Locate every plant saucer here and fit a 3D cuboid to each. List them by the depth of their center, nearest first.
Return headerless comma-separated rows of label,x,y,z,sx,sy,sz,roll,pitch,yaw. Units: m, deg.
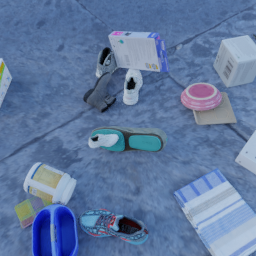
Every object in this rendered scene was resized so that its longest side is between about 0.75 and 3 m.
plant saucer,3.069,-1.395,11.776,1.684,0.427,1.684,-7,40,6

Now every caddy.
caddy,-2.200,3.299,8.536,1.323,0.982,1.872,-10,57,-6

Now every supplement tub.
supplement tub,-2.581,1.884,9.371,1.460,1.056,1.056,22,58,2

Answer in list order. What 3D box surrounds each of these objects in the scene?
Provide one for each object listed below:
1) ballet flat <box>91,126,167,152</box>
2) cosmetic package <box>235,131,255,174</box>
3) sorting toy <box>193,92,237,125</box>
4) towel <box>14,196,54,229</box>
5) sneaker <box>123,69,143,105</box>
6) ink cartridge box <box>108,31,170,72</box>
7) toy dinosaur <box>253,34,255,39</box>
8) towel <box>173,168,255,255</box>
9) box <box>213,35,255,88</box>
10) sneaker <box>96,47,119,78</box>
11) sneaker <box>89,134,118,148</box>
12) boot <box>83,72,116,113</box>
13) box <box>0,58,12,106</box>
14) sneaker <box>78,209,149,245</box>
ballet flat,0.058,0.393,10.564,2.914,0.982,0.928,5,20,20
cosmetic package,5.718,1.143,10.164,2.806,0.725,2.116,34,65,21
sorting toy,3.518,-0.809,11.753,1.754,0.320,1.624,-1,56,-6
towel,-3.144,2.720,9.440,1.219,0.139,0.875,-28,60,-19
sneaker,0.237,-2.034,12.118,0.793,1.011,2.036,3,56,2
ink cartridge box,0.543,-3.230,11.832,2.652,1.582,0.556,15,52,31
toy dinosaur,6.945,-3.963,13.319,2.866,1.464,1.945,0,70,-25
towel,3.061,2.858,9.225,2.096,0.340,2.854,-24,59,-16
box,4.857,-2.946,12.404,1.337,1.553,1.561,-12,57,-8
sneaker,-0.696,-3.311,12.822,0.830,1.278,2.213,25,60,16
sneaker,-0.873,0.406,9.900,1.090,0.541,0.425,-14,59,-6
boot,-0.954,-1.506,12.088,1.190,0.631,1.807,31,72,16
box,-6.022,-1.712,11.787,1.317,1.186,2.341,3,56,3
sneaker,-0.458,2.917,8.723,2.275,1.087,0.902,9,56,6
